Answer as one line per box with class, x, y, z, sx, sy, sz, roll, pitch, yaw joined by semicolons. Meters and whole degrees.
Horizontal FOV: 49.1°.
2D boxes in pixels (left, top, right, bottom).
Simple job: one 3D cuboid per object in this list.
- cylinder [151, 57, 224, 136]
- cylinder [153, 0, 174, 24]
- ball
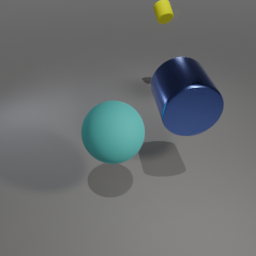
cylinder;1.351;-0.764;6.679;1.400;1.400;1.400;-4;40;-6
cylinder;1.495;-4.889;11.804;0.700;0.700;0.700;-10;76;-16
ball;-0.330;0.094;6.226;1.400;1.400;1.400;0;32;0
